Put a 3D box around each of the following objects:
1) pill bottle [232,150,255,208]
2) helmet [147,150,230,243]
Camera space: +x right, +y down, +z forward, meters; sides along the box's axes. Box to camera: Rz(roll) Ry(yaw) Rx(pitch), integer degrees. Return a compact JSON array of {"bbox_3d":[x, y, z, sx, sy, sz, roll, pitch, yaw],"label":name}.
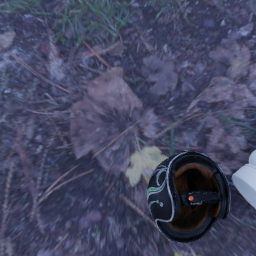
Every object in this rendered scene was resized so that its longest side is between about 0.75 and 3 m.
[{"bbox_3d":[3.559,0.732,6.046,2.396,1.355,1.355,-38,76,-5],"label":"pill bottle"},{"bbox_3d":[1.172,1.430,5.842,1.705,1.626,1.705,5,57,-8],"label":"helmet"}]
